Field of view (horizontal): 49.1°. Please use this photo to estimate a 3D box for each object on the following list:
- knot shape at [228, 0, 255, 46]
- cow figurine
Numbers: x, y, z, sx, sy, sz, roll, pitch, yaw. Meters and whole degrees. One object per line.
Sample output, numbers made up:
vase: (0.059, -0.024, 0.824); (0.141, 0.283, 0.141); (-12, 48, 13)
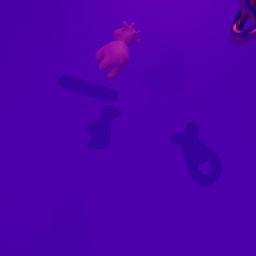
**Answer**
knot shape: (2.517, -2.079, 4.852); (0.777, 1.681, 1.573); (-17, 52, -26)
cow figurine: (-0.158, -1.707, 6.074); (1.141, 0.637, 1.160); (-38, 35, 13)
